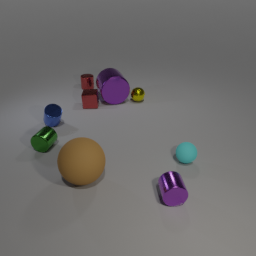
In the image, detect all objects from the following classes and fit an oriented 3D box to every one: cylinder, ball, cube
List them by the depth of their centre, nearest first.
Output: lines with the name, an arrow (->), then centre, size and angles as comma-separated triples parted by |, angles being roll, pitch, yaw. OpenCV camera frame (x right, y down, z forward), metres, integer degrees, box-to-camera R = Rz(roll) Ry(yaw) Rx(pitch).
cylinder -> 1.238, 1.675, 7.752 | 0.700, 0.700, 0.700 | -3, 29, -5
ball -> -1.362, 0.972, 8.249 | 1.400, 1.400, 1.400 | 0, 29, 0
ball -> 1.916, 0.809, 9.191 | 0.700, 0.700, 0.700 | 0, 29, 0
cylinder -> -2.992, 0.399, 10.011 | 0.700, 0.700, 0.700 | 8, 30, 14
cylinder -> -3.057, -0.514, 11.372 | 0.700, 0.700, 0.700 | 10, 56, -15
cube -> -1.754, -1.369, 13.098 | 0.700, 0.700, 0.700 | -2, 31, 1
cylinder -> -0.752, -2.047, 13.613 | 1.400, 1.400, 1.400 | -8, 30, -14
ball -> 0.484, -1.634, 13.630 | 0.700, 0.700, 0.700 | 0, 29, 0
cylinder -> -2.196, -2.500, 15.148 | 0.700, 0.700, 0.700 | 0, 29, 0
